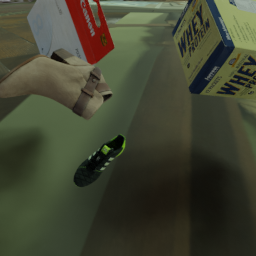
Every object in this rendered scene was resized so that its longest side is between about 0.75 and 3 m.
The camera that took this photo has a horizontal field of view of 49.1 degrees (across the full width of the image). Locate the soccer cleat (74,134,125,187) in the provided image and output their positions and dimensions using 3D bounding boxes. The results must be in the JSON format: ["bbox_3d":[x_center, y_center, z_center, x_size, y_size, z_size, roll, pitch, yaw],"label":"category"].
[{"bbox_3d":[-0.420,0.455,4.184,0.346,0.415,1.024,39,58,14],"label":"soccer cleat"}]

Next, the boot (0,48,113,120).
[{"bbox_3d":[-1.075,-0.619,4.671,1.282,0.616,1.754,45,53,0],"label":"boot"}]

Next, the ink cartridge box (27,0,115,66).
[{"bbox_3d":[-1.566,-2.444,7.088,0.640,2.167,2.708,-20,2,-35],"label":"ink cartridge box"}]

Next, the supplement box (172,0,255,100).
[{"bbox_3d":[2.405,-1.917,6.416,2.087,1.402,2.089,3,57,-18],"label":"supplement box"}]
